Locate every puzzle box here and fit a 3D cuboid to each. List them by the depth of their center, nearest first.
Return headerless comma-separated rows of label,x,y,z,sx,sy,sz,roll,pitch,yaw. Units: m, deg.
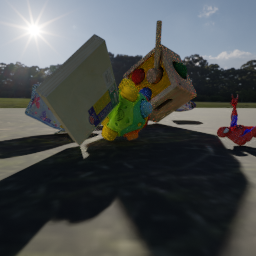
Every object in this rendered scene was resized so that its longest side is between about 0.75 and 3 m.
puzzle box,-0.572,-0.416,3.809,0.189,0.990,1.487,35,-17,19

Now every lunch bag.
lunch bag,-1.327,-0.349,6.228,1.403,0.892,1.190,24,12,15
lunch bag,2.299,-0.975,11.775,1.005,0.622,0.854,5,3,3

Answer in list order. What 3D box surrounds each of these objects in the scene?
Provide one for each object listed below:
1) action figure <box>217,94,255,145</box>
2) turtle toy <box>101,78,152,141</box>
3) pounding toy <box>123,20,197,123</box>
action figure,2.157,-0.120,4.435,1.557,0.771,0.508,-4,24,-11
turtle toy,0.019,-0.304,5.024,0.699,1.008,1.384,24,17,-13
pounding toy,0.944,-1.681,8.833,1.560,2.019,2.194,14,-40,-44
